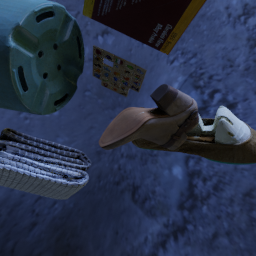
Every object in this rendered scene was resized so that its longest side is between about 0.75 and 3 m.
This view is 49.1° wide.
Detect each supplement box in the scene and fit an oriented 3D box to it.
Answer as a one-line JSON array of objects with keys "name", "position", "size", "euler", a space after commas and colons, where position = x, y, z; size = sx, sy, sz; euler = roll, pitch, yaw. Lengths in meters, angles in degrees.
[{"name": "supplement box", "position": [0.472, -3.189, 5.984], "size": [2.287, 2.256, 1.519], "euler": [23, 68, -7]}]

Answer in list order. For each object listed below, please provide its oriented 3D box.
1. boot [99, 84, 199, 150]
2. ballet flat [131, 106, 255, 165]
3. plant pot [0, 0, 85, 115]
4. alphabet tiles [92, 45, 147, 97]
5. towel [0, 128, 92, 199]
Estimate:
[{"name": "boot", "position": [0.396, 0.034, 3.995], "size": [1.382, 1.010, 0.485], "euler": [-38, 44, 9]}, {"name": "ballet flat", "position": [1.334, 0.020, 5.250], "size": [2.748, 0.994, 0.932], "euler": [8, 43, 16]}, {"name": "plant pot", "position": [-2.488, -1.490, 5.523], "size": [2.645, 2.700, 2.700], "euler": [16, 67, 23]}, {"name": "alphabet tiles", "position": [-0.234, -1.089, 5.868], "size": [1.121, 1.342, 0.051], "euler": [25, 69, 2]}, {"name": "towel", "position": [-1.744, 0.763, 5.356], "size": [1.782, 1.475, 0.762], "euler": [19, 60, -20]}]
